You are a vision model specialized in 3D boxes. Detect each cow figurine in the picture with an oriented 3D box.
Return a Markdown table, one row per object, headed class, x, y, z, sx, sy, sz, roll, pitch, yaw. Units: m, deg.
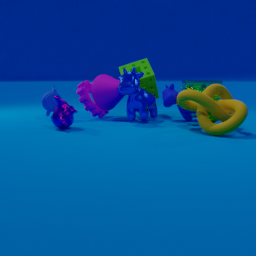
| class | x | y | z | sx | sy | sz | roll | pitch | yaw |
| --- | --- | --- | --- | --- | --- | --- | --- | --- | --- |
| cow figurine | 0.354 | -1.118 | 9.393 | 0.956 | 1.713 | 1.741 | -3 | 3 | 31 |
| cow figurine | 1.976 | -0.964 | 9.864 | 1.488 | 0.817 | 1.465 | -16 | 58 | -31 |
| cow figurine | 2.336 | -0.698 | 9.016 | 1.403 | 1.426 | 0.783 | -18 | -18 | 1 |

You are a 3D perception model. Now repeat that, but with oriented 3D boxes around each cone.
| class | x | y | z | sx | sy | sz | roll | pitch | yaw |
| --- | --- | --- | --- | --- | --- | --- | --- | --- | --- |
| cone | -0.348 | -1.328 | 9.874 | 1.340 | 1.335 | 1.335 | -3 | 6 | 44 |

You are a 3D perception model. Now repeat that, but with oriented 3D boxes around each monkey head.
| class | x | y | z | sx | sy | sz | roll | pitch | yaw |
| --- | --- | --- | --- | --- | --- | --- | --- | --- | --- |
| monkey head | -1.986 | -0.435 | 8.225 | 0.907 | 0.760 | 1.261 | 44 | -16 | -27 |

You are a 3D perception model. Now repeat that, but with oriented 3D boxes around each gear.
| class | x | y | z | sx | sy | sz | roll | pitch | yaw |
| --- | --- | --- | --- | --- | --- | --- | --- | --- | --- |
| gear | -1.275 | -1.068 | 10.379 | 0.270 | 1.461 | 1.461 | -31 | -4 | 25 |

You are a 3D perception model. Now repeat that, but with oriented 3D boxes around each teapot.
| class | x | y | z | sx | sy | sz | roll | pitch | yaw |
| --- | --- | --- | --- | --- | --- | --- | --- | --- | --- |
| teapot | -2.714 | -0.968 | 9.918 | 0.713 | 1.146 | 0.561 | 15 | -3 | -31 |

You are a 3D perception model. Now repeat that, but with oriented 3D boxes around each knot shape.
| class | x | y | z | sx | sy | sz | roll | pitch | yaw |
| --- | --- | --- | --- | --- | --- | --- | --- | --- | --- |
| knot shape | 2.271 | -0.621 | 7.872 | 1.836 | 0.906 | 1.962 | 17 | 31 | 7 |

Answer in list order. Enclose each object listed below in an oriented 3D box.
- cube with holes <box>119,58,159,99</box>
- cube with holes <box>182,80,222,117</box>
| class | x | y | z | sx | sy | sz | roll | pitch | yaw |
| --- | --- | --- | --- | --- | --- | --- | --- | --- | --- |
| cube with holes | 0.426 | -1.773 | 10.892 | 1.146 | 1.146 | 1.146 | -18 | 47 | 1 |
| cube with holes | 2.903 | -1.222 | 11.278 | 1.364 | 1.364 | 1.364 | 1 | 10 | 5 |
